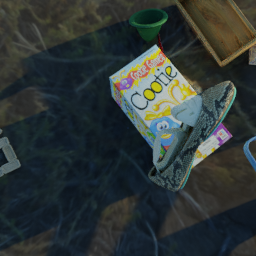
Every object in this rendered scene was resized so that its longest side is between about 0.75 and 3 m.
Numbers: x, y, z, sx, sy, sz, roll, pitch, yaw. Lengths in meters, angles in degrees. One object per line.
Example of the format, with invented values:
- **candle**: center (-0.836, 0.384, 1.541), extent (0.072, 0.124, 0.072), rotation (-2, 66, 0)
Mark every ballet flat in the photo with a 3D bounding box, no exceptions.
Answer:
- **ballet flat**: center (0.880, 0.120, 4.430), extent (0.775, 0.699, 2.059), rotation (19, 114, -11)

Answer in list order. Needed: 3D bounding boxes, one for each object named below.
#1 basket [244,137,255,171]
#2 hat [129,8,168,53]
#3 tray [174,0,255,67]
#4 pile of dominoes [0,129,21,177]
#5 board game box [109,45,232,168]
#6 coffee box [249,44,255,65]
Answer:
- **basket**: center (4.506, 1.191, 6.786), extent (2.486, 1.961, 2.819), rotation (-19, 74, -1)
- **hat**: center (0.668, -2.747, 8.492), extent (1.139, 1.211, 1.376), rotation (-1, 45, 11)
- **tray**: center (2.544, -3.167, 8.137), extent (1.235, 0.464, 2.505), rotation (-36, 79, 25)
- **pile of dominoes**: center (-4.259, 0.858, 7.789), extent (2.076, 0.331, 1.618), rotation (-26, 79, -13)
- **board game box**: center (0.976, -0.377, 7.320), extent (1.521, 1.494, 2.901), rotation (-37, 81, -7)
- **coffee box**: center (4.390, -2.275, 8.147), extent (1.504, 0.600, 0.850), rotation (6, 79, 1)
